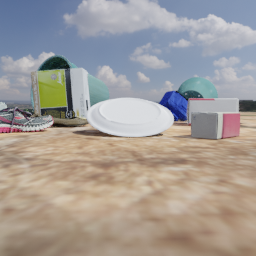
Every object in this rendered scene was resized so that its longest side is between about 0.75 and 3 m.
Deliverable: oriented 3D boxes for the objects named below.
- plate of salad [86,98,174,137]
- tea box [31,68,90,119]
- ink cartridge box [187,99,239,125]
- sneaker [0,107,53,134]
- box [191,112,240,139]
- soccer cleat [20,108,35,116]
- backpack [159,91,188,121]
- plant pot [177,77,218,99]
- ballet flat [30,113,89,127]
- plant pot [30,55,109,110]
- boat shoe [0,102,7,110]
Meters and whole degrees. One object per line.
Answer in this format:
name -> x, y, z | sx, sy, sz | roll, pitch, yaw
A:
plate of salad -> 0.046, -0.235, 7.083 | 2.196, 0.527, 2.196 | 2, 27, -1
tea box -> -2.478, -1.158, 10.632 | 1.932, 1.964, 1.312 | -3, 4, 0
ink cartridge box -> 3.220, -0.618, 10.708 | 1.723, 0.974, 2.352 | 1, 4, 16
sneaker -> -2.867, -0.229, 7.429 | 1.829, 0.683, 0.738 | -3, 5, -38
box -> 1.932, -0.075, 6.152 | 1.014, 0.552, 0.648 | -4, 6, -42
soccer cleat -> -4.221, -0.578, 12.948 | 0.748, 0.623, 1.845 | 4, 3, 26
backpack -> 2.345, -0.940, 13.588 | 1.521, 1.277, 1.236 | 32, 0, -15
plant pot -> 3.637, -1.526, 15.425 | 2.340, 2.340, 1.878 | 2, 17, 23
ballet flat -> -2.262, -0.272, 9.275 | 2.042, 0.473, 0.688 | -2, 0, -25
plant pot -> -2.560, -1.630, 13.337 | 2.888, 2.888, 2.829 | 3, -5, 37
boat shoe -> -5.768, -0.728, 12.412 | 0.917, 0.936, 2.629 | 3, 4, 31
